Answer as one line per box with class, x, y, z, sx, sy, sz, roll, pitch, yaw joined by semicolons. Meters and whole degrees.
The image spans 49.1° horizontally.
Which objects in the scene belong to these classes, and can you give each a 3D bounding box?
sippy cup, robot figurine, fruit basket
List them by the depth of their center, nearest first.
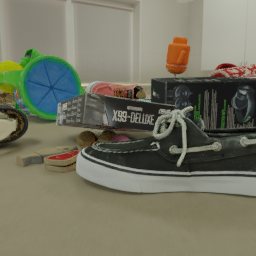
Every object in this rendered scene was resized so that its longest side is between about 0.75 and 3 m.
robot figurine;1.181;-1.683;6.664;0.535;0.918;0.660;-7;21;-38
sippy cup;-2.618;-1.109;8.643;1.767;2.411;1.893;-6;40;54
fruit basket;-3.784;-1.671;9.793;2.447;2.447;1.765;-6;13;-28

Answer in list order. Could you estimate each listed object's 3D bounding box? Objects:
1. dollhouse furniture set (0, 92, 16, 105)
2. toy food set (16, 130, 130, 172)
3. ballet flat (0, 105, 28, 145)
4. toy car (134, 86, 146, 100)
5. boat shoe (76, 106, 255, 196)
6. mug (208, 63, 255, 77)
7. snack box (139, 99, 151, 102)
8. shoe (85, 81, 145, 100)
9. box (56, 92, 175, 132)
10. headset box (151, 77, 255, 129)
dollhouse furniture set;-5.122;-1.201;11.553;2.326;1.293;2.057;8;38;35
toy food set;-0.622;0.313;4.742;1.338;0.332;2.105;9;14;38
ballet flat;-2.932;0.045;4.532;1.068;1.068;2.925;8;12;37
toy car;0.464;-1.304;11.585;0.705;0.894;0.734;0;11;1
boat shoe;0.717;0.239;3.474;2.800;0.956;1.034;3;11;14
mug;4.516;-1.740;11.705;2.803;1.870;2.488;-11;17;-29
snack box;1.663;-0.948;10.961;2.343;0.435;1.361;-9;14;-40
shoe;-0.460;-1.493;12.082;1.355;1.065;2.980;1;6;31
box;-0.368;-0.226;5.494;1.654;0.522;2.097;6;-2;-25
headset box;1.822;-0.515;6.496;2.758;1.279;2.401;-1;12;-3
